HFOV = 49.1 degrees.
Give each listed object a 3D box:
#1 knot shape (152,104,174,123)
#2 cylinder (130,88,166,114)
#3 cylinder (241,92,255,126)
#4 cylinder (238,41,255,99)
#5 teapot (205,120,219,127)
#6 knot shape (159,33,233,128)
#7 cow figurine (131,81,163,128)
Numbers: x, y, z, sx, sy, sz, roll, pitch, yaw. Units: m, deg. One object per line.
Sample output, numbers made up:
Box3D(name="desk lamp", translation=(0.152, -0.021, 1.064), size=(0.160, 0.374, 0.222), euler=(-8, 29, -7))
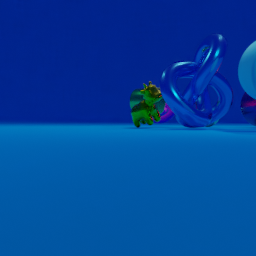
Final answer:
Box3D(name="knot shape", translation=(1.038, -0.859, 9.850), size=(1.475, 0.682, 1.380), euler=(39, 35, 10))
Box3D(name="cylinder", translation=(0.557, -0.749, 7.874), size=(0.745, 0.745, 0.745), euler=(5, 4, 40))
Box3D(name="cylinder", translation=(3.812, -0.624, 7.331), size=(1.227, 1.227, 1.227), euler=(0, 1, -5))
Box3D(name="cylinder", translation=(2.117, -0.801, 3.811), size=(1.020, 1.020, 1.020), euler=(0, 11, 12))
Box3D(name="teapot", translation=(2.624, -0.380, 9.181), size=(0.523, 0.664, 1.068), euler=(43, -18, -13))
Box3D(name="knot shape", translation=(1.532, -0.727, 5.871), size=(0.960, 2.078, 1.945), euler=(15, -29, 36))
Box3D(name="cow figurine", translation=(0.439, -0.587, 7.080), size=(0.586, 1.050, 1.067), euler=(-27, 11, -41))
